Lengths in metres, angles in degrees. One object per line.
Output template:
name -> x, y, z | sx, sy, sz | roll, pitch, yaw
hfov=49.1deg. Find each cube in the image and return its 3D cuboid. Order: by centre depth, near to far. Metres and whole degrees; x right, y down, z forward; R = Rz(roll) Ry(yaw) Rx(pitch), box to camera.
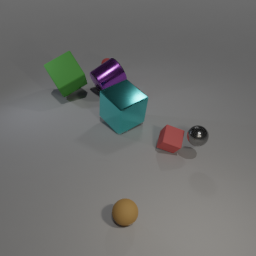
cube -> 1.518, 0.400, 10.048 | 0.700, 0.700, 0.700 | 19, 67, -7
cube -> -0.207, -0.866, 11.429 | 1.400, 1.400, 1.400 | -28, 56, -29
cube -> -2.957, -2.561, 13.495 | 1.400, 1.400, 1.400 | -32, -6, -7

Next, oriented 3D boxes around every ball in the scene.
ball -> -0.074, 2.229, 7.434 | 0.700, 0.700, 0.700 | 0, 32, 0
ball -> 2.299, 0.260, 9.226 | 0.700, 0.700, 0.700 | 0, 32, 0

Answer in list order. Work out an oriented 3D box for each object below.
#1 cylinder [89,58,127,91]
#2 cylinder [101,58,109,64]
cylinder -> -1.006, -2.606, 14.259 | 1.400, 1.400, 1.400 | -36, 41, -10
cylinder -> -1.250, -3.812, 17.109 | 0.700, 0.700, 0.700 | -5, 37, -8
